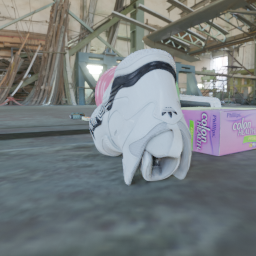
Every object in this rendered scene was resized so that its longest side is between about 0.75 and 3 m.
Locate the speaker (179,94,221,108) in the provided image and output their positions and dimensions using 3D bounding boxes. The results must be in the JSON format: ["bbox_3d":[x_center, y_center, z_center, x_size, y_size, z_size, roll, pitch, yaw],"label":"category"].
[{"bbox_3d":[2.620,-0.899,12.362,2.771,1.125,1.125,4,5,-11],"label":"speaker"}]

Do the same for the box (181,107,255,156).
[{"bbox_3d":[1.843,-0.017,6.489,1.633,0.898,1.857,-5,7,-37],"label":"box"}]

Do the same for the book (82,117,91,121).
[{"bbox_3d":[-1.995,-0.463,14.331,0.531,0.191,0.795,0,6,-25],"label":"book"}]

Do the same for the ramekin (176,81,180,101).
[{"bbox_3d":[0.984,-1.307,11.791,1.229,2.515,2.515,-10,9,-21],"label":"ramekin"}]

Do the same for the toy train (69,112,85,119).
[{"bbox_3d":[-2.785,-0.653,15.418,0.863,0.368,0.492,-1,15,-15],"label":"toy train"}]

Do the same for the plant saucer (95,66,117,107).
[{"bbox_3d":[0.001,-1.107,9.693,2.248,2.248,0.570,-3,-5,-27],"label":"plant saucer"}]

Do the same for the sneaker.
[{"bbox_3d":[0.073,0.215,4.252,0.988,1.511,2.629,-2,-28,-20],"label":"sneaker"}]
